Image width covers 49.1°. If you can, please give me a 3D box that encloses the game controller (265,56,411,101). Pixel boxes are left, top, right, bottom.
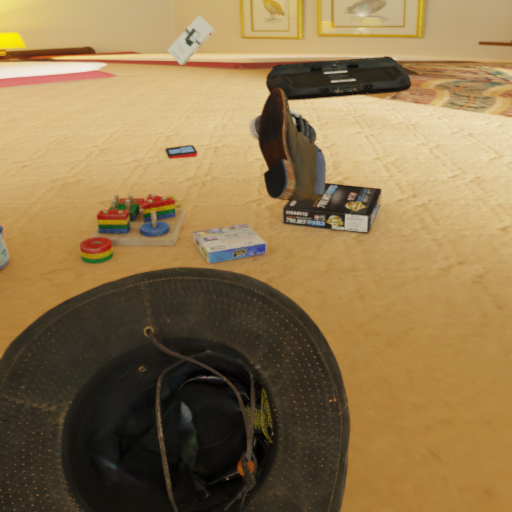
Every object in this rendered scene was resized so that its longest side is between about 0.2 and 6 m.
[{"bbox_3d":[1.703,-3.689,11.812,2.951,0.621,1.539,-6,42,-4],"label":"game controller"}]

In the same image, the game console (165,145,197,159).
[{"bbox_3d":[-2.501,-3.479,18.688,0.969,0.170,1.095,-6,26,-13],"label":"game console"}]

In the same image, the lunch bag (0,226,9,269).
[{"bbox_3d":[-5.947,0.100,10.409,1.847,0.947,2.297,1,25,8],"label":"lunch bag"}]

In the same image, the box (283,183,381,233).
[{"bbox_3d":[1.894,-1.232,13.658,2.053,0.514,2.069,9,27,17],"label":"box"}]

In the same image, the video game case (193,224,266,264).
[{"bbox_3d":[-0.581,-0.277,11.891,1.266,0.288,1.148,-9,27,-19],"label":"video game case"}]

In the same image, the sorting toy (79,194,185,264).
[{"bbox_3d":[-2.654,-0.938,12.868,1.838,0.645,3.813,1,25,1],"label":"sorting toy"}]

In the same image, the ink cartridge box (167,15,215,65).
[{"bbox_3d":[-1.069,-3.565,9.267,0.784,0.326,0.575,-43,14,12],"label":"ink cartridge box"}]

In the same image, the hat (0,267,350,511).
[{"bbox_3d":[-0.875,1.812,5.806,3.551,3.551,1.432,-2,-13,-4],"label":"hat"}]

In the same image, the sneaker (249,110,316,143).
[{"bbox_3d":[0.721,-2.491,11.173,1.739,0.682,0.690,-4,-4,-42],"label":"sneaker"}]

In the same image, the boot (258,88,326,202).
[{"bbox_3d":[0.635,-1.860,9.711,0.986,2.035,0.760,9,-18,-36],"label":"boot"}]
